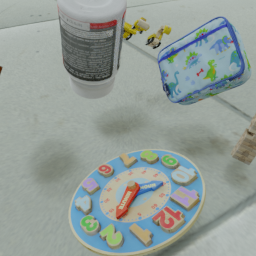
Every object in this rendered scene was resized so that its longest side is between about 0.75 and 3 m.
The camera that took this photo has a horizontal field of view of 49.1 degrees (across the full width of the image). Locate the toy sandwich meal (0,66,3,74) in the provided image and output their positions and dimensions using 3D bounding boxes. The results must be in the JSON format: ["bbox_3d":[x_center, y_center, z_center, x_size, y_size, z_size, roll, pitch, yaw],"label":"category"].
[{"bbox_3d":[-2.536,-0.696,4.910,0.583,1.704,1.704,20,21,-42],"label":"toy sandwich meal"}]

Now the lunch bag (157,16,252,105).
[{"bbox_3d":[1.402,-1.252,5.447,1.636,1.315,0.674,-21,-17,36],"label":"lunch bag"}]

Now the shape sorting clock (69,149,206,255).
[{"bbox_3d":[0.096,0.981,4.286,2.122,0.416,2.122,-11,33,7],"label":"shape sorting clock"}]

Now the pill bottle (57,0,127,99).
[{"bbox_3d":[-0.805,-1.835,6.243,1.343,2.358,1.343,4,54,-5],"label":"pill bottle"}]

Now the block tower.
[{"bbox_3d":[2.571,0.081,5.569,0.388,1.438,0.416,27,29,11],"label":"block tower"}]

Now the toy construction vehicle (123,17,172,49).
[{"bbox_3d":[0.432,-2.603,7.467,1.104,0.447,1.268,20,-6,-18],"label":"toy construction vehicle"}]
